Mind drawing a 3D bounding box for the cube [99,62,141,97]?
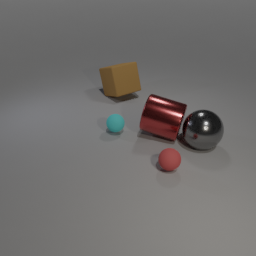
[{"bbox_3d":[-0.388,-2.394,13.766,1.400,1.400,1.400,-19,17,-27],"label":"cube"}]

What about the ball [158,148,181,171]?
[{"bbox_3d":[1.287,0.966,8.642,0.700,0.700,0.700,0,29,0],"label":"ball"}]

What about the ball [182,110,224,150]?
[{"bbox_3d":[2.595,0.059,9.723,1.400,1.400,1.400,0,29,0],"label":"ball"}]

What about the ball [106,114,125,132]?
[{"bbox_3d":[-0.478,-0.188,10.672,0.700,0.700,0.700,0,29,0],"label":"ball"}]

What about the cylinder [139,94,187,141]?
[{"bbox_3d":[1.299,-0.397,10.296,1.400,1.400,1.400,18,32,11],"label":"cylinder"}]
